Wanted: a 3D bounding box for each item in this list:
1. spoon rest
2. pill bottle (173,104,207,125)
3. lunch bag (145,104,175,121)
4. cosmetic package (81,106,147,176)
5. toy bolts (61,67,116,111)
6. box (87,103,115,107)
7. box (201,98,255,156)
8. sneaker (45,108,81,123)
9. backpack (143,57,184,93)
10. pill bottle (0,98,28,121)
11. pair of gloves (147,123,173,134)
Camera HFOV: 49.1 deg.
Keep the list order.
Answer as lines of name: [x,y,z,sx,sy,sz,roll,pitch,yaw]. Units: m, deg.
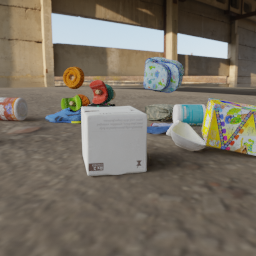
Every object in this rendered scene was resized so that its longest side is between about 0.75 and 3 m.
spoon rest: [1.706,0.181,8.666,1.093,0.667,2.200,19,7,-9]
pill bottle: [2.833,-0.565,12.144,1.661,0.920,0.920,0,11,-1]
lunch bag: [1.675,-0.755,13.472,1.360,0.800,1.116,2,10,35]
cosmetic package: [-0.402,0.226,6.856,1.371,1.372,1.663,-3,11,-14]
toy bolts: [-1.939,-1.930,14.559,2.584,2.468,1.792,-6,-1,20]
box: [-1.324,-0.825,13.937,1.190,0.740,0.884,3,11,17]
box: [3.266,-0.067,8.232,1.886,1.194,1.958,12,13,8]
sneaker: [-2.937,-0.606,12.928,1.864,0.731,0.615,1,13,13]
backpack: [1.721,-2.579,13.941,1.866,1.708,1.371,14,24,22]
pill bottle: [-5.961,-0.913,13.481,1.957,1.098,1.098,1,11,10]
pair of gloves: [1.493,0.023,10.986,1.640,0.232,2.039,2,10,21]
